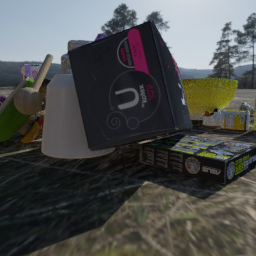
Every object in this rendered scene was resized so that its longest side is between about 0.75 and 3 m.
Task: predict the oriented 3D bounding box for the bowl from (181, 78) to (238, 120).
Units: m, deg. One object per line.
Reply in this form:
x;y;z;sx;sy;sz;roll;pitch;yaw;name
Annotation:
2.646;-0.995;10.295;2.580;1.388;2.580;1;3;0;bowl

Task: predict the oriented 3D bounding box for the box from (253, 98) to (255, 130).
4.935;-0.562;9.204;0.697;1.046;2.780;9;13;42;box

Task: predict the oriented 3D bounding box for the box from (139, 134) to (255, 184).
1.276;0.479;5.121;1.699;0.376;1.361;9;14;42;box

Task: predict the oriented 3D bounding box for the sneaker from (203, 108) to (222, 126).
3.220;-0.379;9.429;1.405;0.595;0.511;-1;8;-15;sneaker

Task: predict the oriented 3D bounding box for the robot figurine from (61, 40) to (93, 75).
-1.439;-1.520;8.987;1.399;2.478;2.101;10;19;18;robot figurine

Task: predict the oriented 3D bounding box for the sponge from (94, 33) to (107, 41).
-0.173;-1.497;8.714;2.741;1.529;0.409;29;-7;-40;sponge

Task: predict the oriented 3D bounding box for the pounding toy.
-2.490;-0.323;6.944;2.541;1.179;1.961;-33;29;32;pounding toy

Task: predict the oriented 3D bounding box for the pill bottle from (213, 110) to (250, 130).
3.213;-0.260;8.720;1.045;0.585;0.585;6;12;25;pill bottle

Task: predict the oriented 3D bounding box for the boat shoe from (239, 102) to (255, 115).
5.320;-0.807;12.494;0.443;0.514;1.429;24;17;3;boat shoe

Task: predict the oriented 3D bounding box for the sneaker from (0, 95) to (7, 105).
-7.058;-1.189;13.737;2.238;0.884;1.068;-4;22;-14;sneaker

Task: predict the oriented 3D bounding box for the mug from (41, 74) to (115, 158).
-1.256;-0.347;6.195;1.996;1.639;1.599;6;12;33;mug

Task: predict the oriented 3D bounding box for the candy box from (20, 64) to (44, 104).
-4.939;-2.112;14.487;0.954;2.236;2.666;-4;10;-24;candy box

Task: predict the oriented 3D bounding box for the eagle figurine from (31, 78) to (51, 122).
-2.702;-0.722;9.483;1.388;1.396;1.840;-39;0;-9;eagle figurine

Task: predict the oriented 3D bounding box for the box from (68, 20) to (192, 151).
0.277;-0.612;5.492;1.495;1.723;2.818;-14;-3;17;box
